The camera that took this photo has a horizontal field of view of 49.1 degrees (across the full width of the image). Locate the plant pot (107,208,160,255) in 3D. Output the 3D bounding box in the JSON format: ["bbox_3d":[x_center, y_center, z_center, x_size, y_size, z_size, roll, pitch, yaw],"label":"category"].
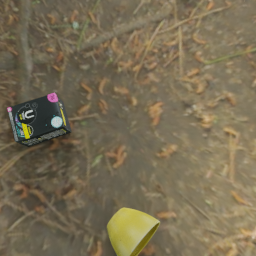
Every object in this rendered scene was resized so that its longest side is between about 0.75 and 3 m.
[{"bbox_3d":[0.028,2.560,6.998,0.935,1.317,1.317,36,79,23],"label":"plant pot"}]

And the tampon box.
[{"bbox_3d":[-2.440,-0.206,7.840,1.368,0.863,1.025,-19,78,-1],"label":"tampon box"}]
